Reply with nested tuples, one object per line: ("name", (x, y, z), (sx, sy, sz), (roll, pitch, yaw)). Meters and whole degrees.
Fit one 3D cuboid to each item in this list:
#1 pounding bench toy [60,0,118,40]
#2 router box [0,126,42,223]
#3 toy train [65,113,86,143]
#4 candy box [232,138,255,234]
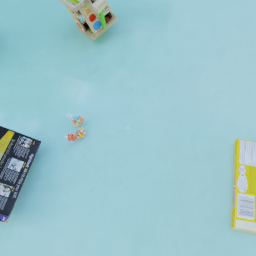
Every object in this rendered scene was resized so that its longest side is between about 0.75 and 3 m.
("pounding bench toy", (-1.111, -3.843, 9.497), (1.197, 1.503, 1.927), (-41, 50, -4))
("router box", (-3.532, 1.046, 7.272), (1.796, 0.596, 2.284), (23, 51, -14))
("toy train", (-1.538, -0.003, 8.354), (0.260, 0.703, 0.936), (-19, 69, 39))
("candy box", (3.620, 1.596, 7.790), (1.320, 0.341, 2.583), (11, 65, 4))
